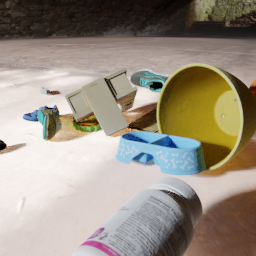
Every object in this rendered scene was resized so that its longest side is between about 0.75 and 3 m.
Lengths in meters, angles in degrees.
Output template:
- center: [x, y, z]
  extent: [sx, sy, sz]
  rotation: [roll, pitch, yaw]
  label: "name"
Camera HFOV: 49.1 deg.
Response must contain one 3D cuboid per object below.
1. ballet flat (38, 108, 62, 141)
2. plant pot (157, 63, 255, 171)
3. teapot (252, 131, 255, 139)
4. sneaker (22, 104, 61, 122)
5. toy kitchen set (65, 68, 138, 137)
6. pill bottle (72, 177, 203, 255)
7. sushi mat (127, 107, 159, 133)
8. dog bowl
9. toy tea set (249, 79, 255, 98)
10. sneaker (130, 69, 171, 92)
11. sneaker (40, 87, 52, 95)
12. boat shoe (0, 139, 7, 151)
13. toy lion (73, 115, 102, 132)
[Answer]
- center: [-2.756, -0.169, 10.030]
  extent: [0.789, 0.789, 2.232]
  rotation: [-9, 24, -20]
  label: "ballet flat"
- center: [2.529, -0.382, 8.017]
  extent: [2.021, 2.847, 2.847]
  rotation: [-8, 23, -36]
  label: "plant pot"
- center: [4.645, -0.317, 9.839]
  extent: [1.450, 1.073, 1.469]
  rotation: [2, 23, 4]
  label: "teapot"
- center: [-3.454, -0.612, 11.163]
  extent: [1.465, 0.603, 0.542]
  rotation: [-8, 26, -14]
  label: "sneaker"
- center: [-0.770, -0.578, 10.822]
  extent: [2.452, 2.001, 2.212]
  rotation: [-26, -10, -10]
  label: "toy kitchen set"
- center: [0.269, 1.733, 4.394]
  extent: [1.218, 1.218, 2.149]
  rotation: [16, 31, 33]
  label: "pill bottle"
- center: [1.103, -0.332, 11.061]
  extent: [1.204, 0.152, 2.516]
  rotation: [14, 27, 30]
  label: "sushi mat"
- center: [0.840, 0.610, 7.743]
  extent: [2.625, 0.651, 1.463]
  rotation: [8, 15, 35]
  label: "dog bowl"
- center: [3.752, -0.925, 9.453]
  extent: [2.676, 1.591, 0.990]
  rotation: [10, 39, 43]
  label: "toy tea set"
- center: [1.238, -2.519, 15.213]
  extent: [2.754, 1.068, 1.256]
  rotation: [11, 29, 27]
  label: "sneaker"
- center: [-4.316, -1.927, 14.703]
  extent: [0.375, 0.356, 0.931]
  rotation: [-5, 26, -38]
  label: "sneaker"
- center: [-4.296, 0.620, 8.458]
  extent: [0.388, 0.431, 1.220]
  rotation: [19, 28, 41]
  label: "boat shoe"
- center: [-1.356, -0.344, 10.752]
  extent: [1.637, 0.562, 1.569]
  rotation: [-12, 33, -27]
  label: "toy lion"
